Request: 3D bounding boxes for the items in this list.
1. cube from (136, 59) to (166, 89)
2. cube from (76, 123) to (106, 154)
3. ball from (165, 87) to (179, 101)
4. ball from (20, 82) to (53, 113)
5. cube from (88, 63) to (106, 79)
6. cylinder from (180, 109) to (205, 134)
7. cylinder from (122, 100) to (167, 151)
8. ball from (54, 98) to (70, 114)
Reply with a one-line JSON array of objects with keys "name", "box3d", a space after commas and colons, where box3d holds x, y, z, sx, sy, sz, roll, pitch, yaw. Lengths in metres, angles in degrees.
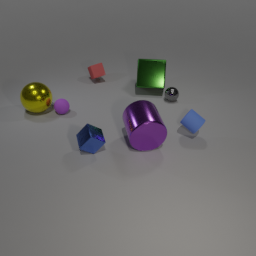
[{"name": "cube", "box3d": [1.219, -2.773, 14.435, 1.400, 1.400, 1.400, 4, 9, 6]}, {"name": "cube", "box3d": [-1.348, 0.391, 10.135, 0.700, 0.700, 0.700, 24, 32, -41]}, {"name": "ball", "box3d": [2.144, -1.658, 13.702, 0.700, 0.700, 0.700, 0, 32, 0]}, {"name": "ball", "box3d": [-4.129, -1.375, 12.645, 1.400, 1.400, 1.400, 0, 32, 0]}, {"name": "cube", "box3d": [-1.748, -3.166, 15.574, 0.700, 0.700, 0.700, -22, 12, -18]}, {"name": "cylinder", "box3d": [2.513, -0.258, 10.879, 0.700, 0.700, 0.700, 41, 42, 5]}, {"name": "cylinder", "box3d": [0.599, -0.100, 10.471, 1.400, 1.400, 1.400, -6, 40, -10]}, {"name": "ball", "box3d": [-3.000, -0.984, 12.677, 0.700, 0.700, 0.700, 0, 32, 0]}]
